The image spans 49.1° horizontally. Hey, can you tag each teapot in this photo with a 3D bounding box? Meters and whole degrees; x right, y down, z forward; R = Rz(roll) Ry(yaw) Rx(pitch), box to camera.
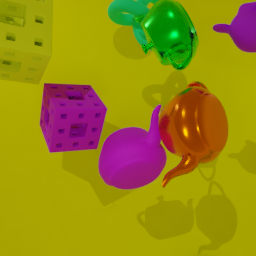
[{"bbox_3d":[0.081,0.462,5.296,1.289,2.074,1.015,15,41,-33],"label":"teapot"},{"bbox_3d":[0.691,-1.802,5.428,0.990,1.257,2.022,-29,52,7],"label":"teapot"},{"bbox_3d":[0.996,0.034,4.621,1.243,0.979,1.999,35,59,-34],"label":"teapot"}]

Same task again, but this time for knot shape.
[{"bbox_3d":[0.397,-2.626,6.654,1.782,0.880,1.904,9,42,-10],"label":"knot shape"}]

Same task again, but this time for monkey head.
[{"bbox_3d":[2.227,-1.699,5.036,1.339,0.963,0.807,27,86,9],"label":"monkey head"}]

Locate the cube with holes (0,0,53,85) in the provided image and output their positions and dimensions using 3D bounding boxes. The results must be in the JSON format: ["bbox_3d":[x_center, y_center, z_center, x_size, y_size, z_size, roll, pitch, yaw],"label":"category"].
[{"bbox_3d":[-2.234,-1.770,5.270,1.333,1.333,1.333,4,74,-26],"label":"cube with holes"}]

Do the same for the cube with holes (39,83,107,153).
[{"bbox_3d":[-1.218,-0.238,6.016,1.048,1.048,1.048,-2,36,-30],"label":"cube with holes"}]
